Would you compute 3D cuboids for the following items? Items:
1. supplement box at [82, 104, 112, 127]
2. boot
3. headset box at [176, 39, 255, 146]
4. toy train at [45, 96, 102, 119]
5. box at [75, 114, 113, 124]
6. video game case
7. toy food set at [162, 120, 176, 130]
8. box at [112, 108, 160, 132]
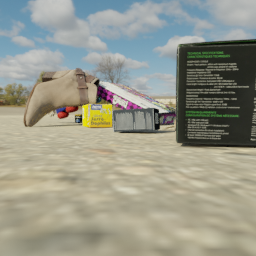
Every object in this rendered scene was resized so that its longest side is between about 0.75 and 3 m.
[{"bbox_3d":[-0.985,-0.381,8.749,0.694,0.698,1.275,-1,2,-18],"label":"supplement box"},{"bbox_3d":[-2.060,-1.023,9.393,2.013,2.754,0.967,10,-36,0],"label":"boot"},{"bbox_3d":[2.045,-0.677,4.617,2.457,1.309,2.822,2,13,11],"label":"headset box"},{"bbox_3d":[-2.400,-1.119,12.175,1.703,1.246,2.943,-13,-4,-34],"label":"toy train"},{"bbox_3d":[-1.129,-0.370,11.060,1.544,0.381,1.233,3,7,28],"label":"box"},{"bbox_3d":[0.383,-1.007,11.084,2.934,0.525,2.660,29,18,24],"label":"video game case"},{"bbox_3d":[1.879,-0.148,6.837,1.293,0.320,2.034,-10,8,-40],"label":"toy food set"},{"bbox_3d":[0.196,-0.174,6.240,0.923,0.494,0.685,-2,1,17],"label":"box"}]
